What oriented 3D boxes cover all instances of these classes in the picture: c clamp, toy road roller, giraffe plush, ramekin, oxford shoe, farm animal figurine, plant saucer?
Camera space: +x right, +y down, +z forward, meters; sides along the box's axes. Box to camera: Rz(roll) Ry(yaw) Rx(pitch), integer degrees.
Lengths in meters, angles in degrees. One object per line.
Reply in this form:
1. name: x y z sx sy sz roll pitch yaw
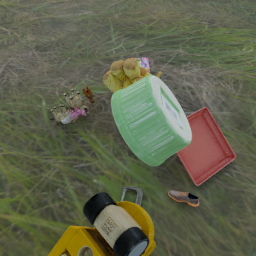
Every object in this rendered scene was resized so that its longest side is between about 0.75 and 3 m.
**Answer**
1. c clamp: -0.043 2.234 8.763 0.959 0.152 1.122 11 42 13
2. toy road roller: -0.466 3.093 6.919 1.670 1.983 2.717 38 90 36
3. giraffe plush: 0.455 -1.964 12.287 2.144 2.485 2.015 -1 27 40
4. ramekin: 0.702 -0.257 7.340 1.114 2.282 2.282 -30 33 24
5. oxford shoe: 1.753 2.107 8.747 0.991 0.361 0.353 14 42 16
6. farm animal figurine: -2.214 -0.766 11.813 1.601 0.997 1.983 -4 40 25
7. plant saucer: 2.477 0.604 9.785 2.154 0.395 2.150 -27 85 -28

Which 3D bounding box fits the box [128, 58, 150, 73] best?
1. box: 0.561 -3.308 15.200 1.136 0.325 1.660 -1 40 -1
